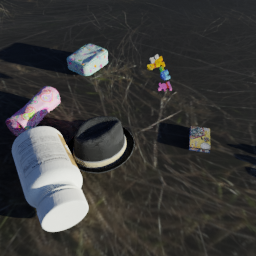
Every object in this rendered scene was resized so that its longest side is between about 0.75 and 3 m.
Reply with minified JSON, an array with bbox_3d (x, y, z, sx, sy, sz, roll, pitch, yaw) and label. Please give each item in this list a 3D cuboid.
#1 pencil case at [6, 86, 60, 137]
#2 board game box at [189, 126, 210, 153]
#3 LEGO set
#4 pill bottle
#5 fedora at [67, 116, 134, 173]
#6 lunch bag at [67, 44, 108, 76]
[{"bbox_3d":[-3.434,-0.593,10.361,0.983,0.983,2.250,17,47,16],"label":"pencil case"},{"bbox_3d":[2.537,0.388,9.901,0.700,0.179,1.034,8,46,8],"label":"board game box"},{"bbox_3d":[1.058,-2.082,10.261,0.638,0.593,1.555,-17,70,-3],"label":"LEGO set"},{"bbox_3d":[-2.190,1.370,7.909,1.587,1.587,2.776,-20,48,-19],"label":"pill bottle"},{"bbox_3d":[-0.936,0.338,9.299,2.394,1.093,2.394,0,45,0],"label":"fedora"},{"bbox_3d":[-1.895,-3.237,13.207,1.459,0.701,1.820,24,49,26],"label":"lunch bag"}]
